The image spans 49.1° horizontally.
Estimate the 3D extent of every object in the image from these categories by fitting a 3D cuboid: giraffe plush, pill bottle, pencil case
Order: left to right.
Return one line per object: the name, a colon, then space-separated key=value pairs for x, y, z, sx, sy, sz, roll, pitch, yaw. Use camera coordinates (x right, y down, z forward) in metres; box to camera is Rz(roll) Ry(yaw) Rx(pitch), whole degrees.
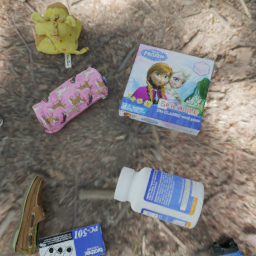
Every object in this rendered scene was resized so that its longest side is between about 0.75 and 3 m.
giraffe plush: x=-2.518 y=-3.579 z=9.974 sx=1.960 sy=1.842 sz=2.271 roll=-23 pitch=71 yaw=-8
pencil case: x=-1.894 y=-0.938 z=9.423 sx=2.596 sy=1.075 sz=1.123 roll=-37 pitch=48 yaw=-13
pill bottle: x=0.877 y=1.930 z=8.197 sx=2.388 sy=1.338 sz=1.338 roll=16 pitch=70 yaw=6

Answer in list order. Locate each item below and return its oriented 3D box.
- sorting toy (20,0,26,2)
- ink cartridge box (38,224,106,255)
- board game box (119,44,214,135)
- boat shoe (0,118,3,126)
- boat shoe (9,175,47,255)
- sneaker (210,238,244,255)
sorting toy: x=-4.258 y=-6.167 z=11.788 sx=1.287 sy=0.256 sz=1.742 roll=35 pitch=74 yaw=12
ink cartridge box: x=-1.613 y=3.429 z=8.139 sx=1.810 sy=0.400 sz=0.851 roll=-13 pitch=71 yaw=-5
board game box: x=1.384 y=-1.408 z=9.846 sx=2.773 sy=0.570 sz=2.766 roll=14 pitch=70 yaw=5
boat shoe: x=-4.919 y=-0.577 z=9.591 sx=1.420 sy=0.439 sz=0.517 roll=37 pitch=73 yaw=10
boat shoe: x=-2.772 y=2.556 z=8.322 sx=0.761 sy=0.805 sz=2.239 roll=12 pitch=80 yaw=0
sneaker: x=3.176 y=3.644 z=7.927 sx=1.678 sy=0.644 sz=0.934 roll=1 pitch=78 yaw=7
